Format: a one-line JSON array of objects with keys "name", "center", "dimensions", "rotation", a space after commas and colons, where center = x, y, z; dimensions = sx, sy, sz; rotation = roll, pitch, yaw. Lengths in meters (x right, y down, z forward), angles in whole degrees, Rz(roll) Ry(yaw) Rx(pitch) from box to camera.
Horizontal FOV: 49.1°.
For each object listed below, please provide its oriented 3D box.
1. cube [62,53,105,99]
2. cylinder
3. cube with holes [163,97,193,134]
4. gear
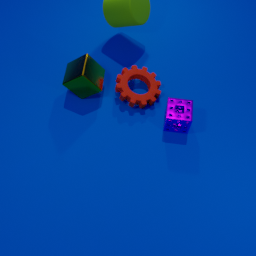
[{"name": "cube", "center": [-1.413, -1.652, 9.075], "dimensions": [0.922, 0.922, 0.922], "rotation": [-16, 54, 33]}, {"name": "cylinder", "center": [-0.043, -4.186, 9.775], "dimensions": [1.224, 1.224, 1.224], "rotation": [10, 57, 37]}, {"name": "cube with holes", "center": [1.539, -0.374, 8.627], "dimensions": [0.765, 0.765, 0.765], "rotation": [7, 60, 4]}, {"name": "gear", "center": [0.339, -1.378, 9.296], "dimensions": [1.505, 0.278, 1.505], "rotation": [5, 64, -11]}]
